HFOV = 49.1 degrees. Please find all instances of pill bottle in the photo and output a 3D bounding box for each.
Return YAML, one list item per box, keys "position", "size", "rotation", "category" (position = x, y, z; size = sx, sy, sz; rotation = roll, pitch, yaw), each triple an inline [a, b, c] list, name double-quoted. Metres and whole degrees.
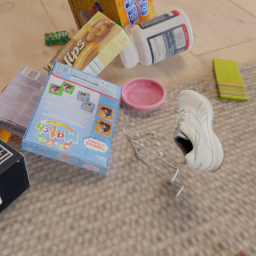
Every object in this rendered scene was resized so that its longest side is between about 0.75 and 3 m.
- position: [0.935, -3.250, 10.510]
  size: [2.601, 1.556, 1.556]
  rotation: [-22, 51, -3]
  category: "pill bottle"

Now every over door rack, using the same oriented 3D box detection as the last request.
- position: [0.743, 0.746, 7.212]
  size: [0.627, 1.392, 1.884]
  rotation: [-41, 58, -8]
  category: "over door rack"

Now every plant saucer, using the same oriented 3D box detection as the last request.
- position: [0.513, -1.099, 9.506]
  size: [1.525, 0.386, 1.525]
  rotation: [1, 49, -1]
  category: "plant saucer"

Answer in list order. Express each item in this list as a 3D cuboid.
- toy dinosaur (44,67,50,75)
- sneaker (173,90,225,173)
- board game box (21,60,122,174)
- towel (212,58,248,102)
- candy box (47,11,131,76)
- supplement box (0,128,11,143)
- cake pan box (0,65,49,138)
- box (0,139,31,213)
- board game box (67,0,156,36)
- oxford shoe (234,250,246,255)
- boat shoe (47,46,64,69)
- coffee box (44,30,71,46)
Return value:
- position: [-2.716, -1.691, 10.145]
  size: [1.076, 0.565, 0.977]
  rotation: [32, 37, -17]
  category: "toy dinosaur"
- position: [1.495, -0.044, 6.542]
  size: [0.965, 0.825, 2.215]
  rotation: [6, 52, -20]
  category: "sneaker"
- position: [-1.453, -0.400, 8.070]
  size: [2.260, 0.547, 2.987]
  rotation: [20, 51, -15]
  category: "board game box"
- position: [3.693, -1.798, 10.271]
  size: [0.984, 0.206, 2.286]
  rotation: [7, 48, -1]
  category: "towel"
- position: [-1.405, -2.644, 9.846]
  size: [2.674, 0.740, 1.544]
  rotation: [-45, 57, 3]
  category: "candy box"
- position: [-4.400, -0.134, 8.489]
  size: [1.693, 0.622, 1.067]
  rotation: [6, 49, 3]
  category: "supplement box"
- position: [-2.647, -0.655, 8.495]
  size: [2.435, 0.637, 2.242]
  rotation: [22, 48, -6]
  category: "cake pan box"
- position: [-4.119, 1.173, 6.575]
  size: [2.442, 1.517, 2.461]
  rotation: [32, 50, 17]
  category: "box"
- position: [-0.702, -5.272, 11.351]
  size: [2.431, 2.433, 2.432]
  rotation: [12, 46, 34]
  category: "board game box"
- position: [2.568, 3.094, 5.978]
  size: [0.323, 0.304, 0.864]
  rotation: [-34, 54, 8]
  category: "oxford shoe"
- position: [-2.497, -2.915, 10.952]
  size: [0.638, 0.583, 1.706]
  rotation: [31, 56, 24]
  category: "boat shoe"
- position: [-3.014, -3.879, 12.023]
  size: [1.078, 0.237, 0.663]
  rotation: [-10, 50, -9]
  category: "coffee box"
